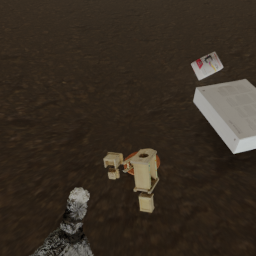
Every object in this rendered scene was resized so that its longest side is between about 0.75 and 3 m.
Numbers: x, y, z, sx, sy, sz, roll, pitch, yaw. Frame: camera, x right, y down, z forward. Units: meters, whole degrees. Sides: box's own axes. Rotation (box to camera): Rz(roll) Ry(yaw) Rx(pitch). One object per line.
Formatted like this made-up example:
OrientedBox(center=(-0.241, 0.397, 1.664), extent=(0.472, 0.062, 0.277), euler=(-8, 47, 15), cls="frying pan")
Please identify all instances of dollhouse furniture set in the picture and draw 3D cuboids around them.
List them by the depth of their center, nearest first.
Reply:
OrientedBox(center=(0.103, 1.085, 6.121), extent=(1.033, 1.168, 0.649), euler=(3, 21, 25), cls="dollhouse furniture set")

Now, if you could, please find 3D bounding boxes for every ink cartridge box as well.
OrientedBox(center=(3.038, -2.392, 10.770), extent=(0.993, 0.733, 0.425), euler=(-28, 0, -16), cls="ink cartridge box")

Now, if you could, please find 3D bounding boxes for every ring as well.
OrientedBox(center=(0.358, 0.911, 7.222), extent=(0.940, 0.090, 0.940), euler=(-6, 32, 4), cls="ring")

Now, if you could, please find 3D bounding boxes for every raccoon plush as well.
OrientedBox(center=(-1.216, 1.932, 4.829), extent=(1.247, 0.900, 1.861), euler=(0, 66, 42), cls="raccoon plush")

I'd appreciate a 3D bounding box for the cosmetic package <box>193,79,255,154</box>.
OrientedBox(center=(3.070, -0.418, 7.660), extent=(1.688, 0.579, 2.239), euler=(-9, 44, -14), cls="cosmetic package")
